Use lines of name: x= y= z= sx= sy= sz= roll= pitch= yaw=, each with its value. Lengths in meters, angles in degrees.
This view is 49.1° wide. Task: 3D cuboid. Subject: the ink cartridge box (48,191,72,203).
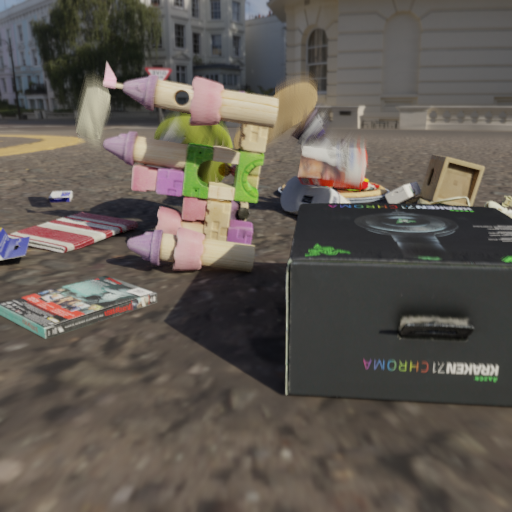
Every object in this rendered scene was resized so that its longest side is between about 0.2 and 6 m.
ink cartridge box: x=-4.655 y=-1.397 z=13.348 sx=0.462 sy=0.181 sz=0.975 roll=-3 pitch=14 yaw=-13

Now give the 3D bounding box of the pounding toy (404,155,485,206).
pounding toy: x=4.135 y=-1.537 z=12.389 sx=1.143 sy=1.241 sz=0.883 roll=11 pitch=13 yaw=-14

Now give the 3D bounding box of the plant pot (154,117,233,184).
plant pot: x=-1.213 y=-1.908 z=9.871 sx=1.291 sy=1.291 sz=1.380 roll=4 pitch=0 yaw=14

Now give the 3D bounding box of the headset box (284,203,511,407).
headset box: x=1.436 y=0.321 z=5.282 sx=2.262 sy=1.205 sz=2.597 roll=2 pitch=16 yaw=7

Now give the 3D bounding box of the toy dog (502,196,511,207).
toy dog: x=5.733 y=-1.232 z=12.650 sx=0.339 sy=0.244 sz=0.349 roll=19 pitch=21 yaw=18

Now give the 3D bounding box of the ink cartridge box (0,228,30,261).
ink cartridge box: x=-4.092 y=-0.122 z=8.280 sx=1.312 sy=0.308 sz=1.297 roll=-16 pitch=18 yaw=-15

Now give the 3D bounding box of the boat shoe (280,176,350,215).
boat shoe: x=1.254 y=-1.094 z=11.458 sx=0.798 sy=0.810 sz=2.285 roll=23 pitch=2 yaw=-25

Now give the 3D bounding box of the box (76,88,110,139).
box: x=-2.848 y=-2.483 z=9.802 sx=0.282 sy=0.825 sz=0.339 roll=8 pitch=-6 yaw=35

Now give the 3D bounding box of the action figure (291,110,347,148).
action figure: x=1.469 y=-2.193 z=11.658 sx=0.549 sy=1.583 sz=1.030 roll=-37 pitch=-2 yaw=-30

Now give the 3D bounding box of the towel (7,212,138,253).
towel: x=-3.158 y=-0.407 z=9.786 sx=1.339 sy=0.211 sz=1.858 roll=10 pitch=20 yaw=24

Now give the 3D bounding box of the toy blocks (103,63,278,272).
toy blocks: x=-1.117 y=-1.353 z=8.448 sx=2.389 sy=2.652 sz=2.838 roll=7 pitch=18 yaw=-5

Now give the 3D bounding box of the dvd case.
dvd case: x=-2.027 y=0.546 z=6.437 sx=1.051 sy=0.158 sz=1.439 roll=13 pitch=21 yaw=39

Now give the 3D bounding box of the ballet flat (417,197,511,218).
ballet flat: x=3.813 y=-0.688 z=9.721 sx=2.125 sy=0.662 sz=0.717 roll=6 pitch=0 yaw=19

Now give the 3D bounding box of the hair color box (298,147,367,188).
hair color box: x=1.491 y=-1.735 z=10.935 sx=1.233 sy=0.684 sz=0.394 roll=6 pitch=-14 yaw=20

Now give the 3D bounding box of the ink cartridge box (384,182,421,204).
ink cartridge box: x=3.341 y=-1.400 z=12.721 sx=0.531 sy=0.308 sz=0.733 roll=-28 pitch=-6 yaw=41

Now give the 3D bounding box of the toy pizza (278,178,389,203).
toy pizza: x=1.943 y=-1.761 z=14.124 sx=2.789 sy=0.442 sz=2.789 roll=0 pitch=16 yaw=0

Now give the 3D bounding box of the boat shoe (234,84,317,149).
boat shoe: x=0.322 y=-2.590 z=10.656 sx=1.863 sy=0.670 sz=0.604 roll=-41 pitch=15 yaw=-1
